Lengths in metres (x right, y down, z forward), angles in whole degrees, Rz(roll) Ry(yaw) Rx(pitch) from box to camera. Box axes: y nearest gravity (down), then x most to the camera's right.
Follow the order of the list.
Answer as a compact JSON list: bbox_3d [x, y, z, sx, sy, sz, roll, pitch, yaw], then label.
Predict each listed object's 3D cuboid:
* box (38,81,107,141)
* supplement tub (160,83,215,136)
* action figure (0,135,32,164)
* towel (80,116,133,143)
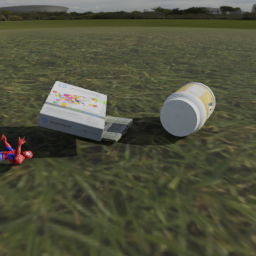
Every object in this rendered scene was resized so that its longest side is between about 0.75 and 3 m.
[{"bbox_3d":[-1.430,-0.533,7.766,1.613,0.426,2.069,15,28,-10],"label":"box"},{"bbox_3d":[1.825,-0.581,8.529,1.304,1.304,1.802,13,27,26],"label":"supplement tub"},{"bbox_3d":[-2.965,0.458,6.320,1.604,0.794,0.523,4,18,-33],"label":"action figure"},{"bbox_3d":[-0.650,0.022,8.401,1.275,0.220,1.228,8,35,22],"label":"towel"}]
